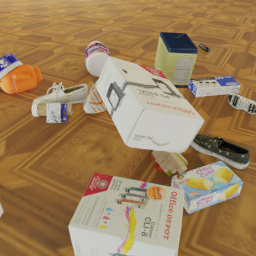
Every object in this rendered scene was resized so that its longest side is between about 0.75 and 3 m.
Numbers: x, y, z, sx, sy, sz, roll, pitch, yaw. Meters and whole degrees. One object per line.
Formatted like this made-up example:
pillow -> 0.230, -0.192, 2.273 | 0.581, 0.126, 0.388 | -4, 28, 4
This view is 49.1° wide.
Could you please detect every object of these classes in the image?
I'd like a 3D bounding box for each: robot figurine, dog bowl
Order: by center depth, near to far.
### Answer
robot figurine -> -5.332, -2.406, 13.726 | 2.107, 1.229, 1.515 | -22, 46, -28
dog bowl -> -6.157, -2.788, 13.737 | 1.903, 0.749, 1.903 | -38, 14, 11

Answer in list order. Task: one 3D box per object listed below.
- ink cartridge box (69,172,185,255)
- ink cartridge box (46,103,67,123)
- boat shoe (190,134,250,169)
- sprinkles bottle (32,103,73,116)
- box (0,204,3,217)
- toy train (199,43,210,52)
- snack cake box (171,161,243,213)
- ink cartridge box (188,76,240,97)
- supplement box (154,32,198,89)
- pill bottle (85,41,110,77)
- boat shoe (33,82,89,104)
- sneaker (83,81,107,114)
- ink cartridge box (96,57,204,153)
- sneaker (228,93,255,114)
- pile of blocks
ink cartridge box -> 0.078, 2.384, 6.676 | 2.329, 1.685, 1.693 | 8, 37, 12
ink cartridge box -> -2.975, -0.629, 11.679 | 0.823, 0.821, 0.167 | -2, -2, -2
boat shoe -> 3.239, 0.647, 9.976 | 2.263, 0.641, 0.777 | 27, 44, 32
sprinkles bottle -> -3.227, -0.792, 12.041 | 1.666, 0.568, 0.568 | -1, 36, -2
box -> -4.712, 2.270, 7.380 | 2.133, 1.040, 1.326 | 5, 36, 8
toy train -> 5.071, -5.376, 18.627 | 0.229, 0.308, 1.345 | -9, 37, -13
snack cake box -> 2.355, 1.746, 8.474 | 1.829, 0.614, 1.052 | -14, 38, -19
ink cartridge box -> 4.251, -2.084, 13.894 | 2.248, 0.497, 1.057 | -6, 37, -8
supplement box -> 1.817, -2.673, 11.054 | 1.108, 1.649, 1.651 | 1, 39, -9
pill bottle -> -1.722, -4.027, 15.846 | 1.377, 1.377, 2.472 | -6, 36, -8
boat shoe -> -3.042, -1.594, 12.692 | 2.584, 1.102, 0.955 | -11, 37, -15
sneaker -> -1.348, -1.504, 12.820 | 1.056, 1.070, 2.734 | -9, 31, 33
ink cartridge box -> 0.533, -0.725, 8.160 | 2.081, 1.195, 2.866 | 8, 34, -31
sneaker -> 5.228, -1.094, 12.559 | 0.641, 0.594, 1.581 | -10, 36, -39
pile of blocks -> 1.279, 0.950, 9.486 | 0.873, 1.154, 2.811 | -42, 12, 15
